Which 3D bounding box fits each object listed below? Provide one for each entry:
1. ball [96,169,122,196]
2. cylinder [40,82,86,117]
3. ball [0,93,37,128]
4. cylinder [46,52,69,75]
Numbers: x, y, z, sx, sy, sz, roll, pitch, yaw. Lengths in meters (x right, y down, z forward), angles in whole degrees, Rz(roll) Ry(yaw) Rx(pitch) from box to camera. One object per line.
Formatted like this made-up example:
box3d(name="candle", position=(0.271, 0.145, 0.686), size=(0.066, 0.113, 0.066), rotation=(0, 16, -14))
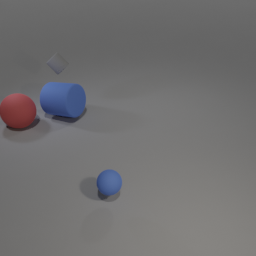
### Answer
box3d(name="ball", position=(-0.509, 1.484, 7.647), size=(0.700, 0.700, 0.700), rotation=(0, 31, 0))
box3d(name="cylinder", position=(-2.740, -1.208, 11.880), size=(1.400, 1.400, 1.400), rotation=(8, 31, 25))
box3d(name="ball", position=(-4.422, -0.688, 11.291), size=(1.400, 1.400, 1.400), rotation=(0, 31, 0))
box3d(name="cylinder", position=(-3.096, -2.838, 12.328), size=(0.700, 0.700, 0.700), rotation=(-38, 20, 17))
